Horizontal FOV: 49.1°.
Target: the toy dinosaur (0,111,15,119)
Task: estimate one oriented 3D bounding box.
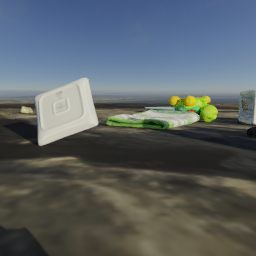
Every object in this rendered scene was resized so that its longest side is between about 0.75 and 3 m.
[{"bbox_3d":[-3.165,-0.434,5.644,2.582,1.321,0.994,17,20,12],"label":"toy dinosaur"}]

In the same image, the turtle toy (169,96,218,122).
[{"bbox_3d":[2.181,-0.638,9.216,1.184,0.821,1.624,-6,10,-41],"label":"turtle toy"}]

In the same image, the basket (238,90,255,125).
[{"bbox_3d":[3.959,-0.613,8.343,0.890,0.978,1.442,3,6,4],"label":"basket"}]

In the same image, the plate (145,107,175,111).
[{"bbox_3d":[1.946,-0.978,15.050,2.116,0.270,2.116,-1,6,0],"label":"plate"}]

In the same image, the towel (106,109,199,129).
[{"bbox_3d":[0.811,-0.294,8.119,1.860,0.383,2.493,3,7,32],"label":"towel"}]

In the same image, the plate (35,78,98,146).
[{"bbox_3d":[-1.076,-0.324,4.611,1.032,1.034,0.167,-20,-32,6],"label":"plate"}]

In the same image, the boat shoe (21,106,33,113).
[{"bbox_3d":[-5.159,-0.941,14.289,0.401,0.346,1.099,0,6,4],"label":"boat shoe"}]

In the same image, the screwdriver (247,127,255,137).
[{"bbox_3d":[3.039,0.070,5.737,1.588,0.231,0.222,1,6,-26],"label":"screwdriver"}]
